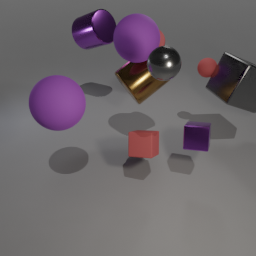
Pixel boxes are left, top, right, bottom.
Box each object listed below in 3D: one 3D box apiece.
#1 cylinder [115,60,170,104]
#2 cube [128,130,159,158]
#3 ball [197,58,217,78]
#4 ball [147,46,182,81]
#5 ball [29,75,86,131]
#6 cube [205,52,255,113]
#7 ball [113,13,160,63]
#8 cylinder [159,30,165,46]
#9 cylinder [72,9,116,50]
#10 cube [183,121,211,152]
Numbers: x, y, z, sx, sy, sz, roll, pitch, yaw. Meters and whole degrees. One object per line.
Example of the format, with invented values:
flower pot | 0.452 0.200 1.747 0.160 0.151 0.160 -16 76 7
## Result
cylinder | 0.496 -1.769 9.605 1.400 1.400 1.400 -39 37 1
cube | 0.457 0.444 7.988 0.700 0.700 0.700 2 5 22
ball | 2.866 -2.178 10.117 0.700 0.700 0.700 0 31 0
ball | 0.737 -1.318 5.721 0.700 0.700 0.700 0 31 0
ball | -1.775 -0.629 7.092 1.400 1.400 1.400 0 31 0
cube | 3.824 -1.549 9.561 1.400 1.400 1.400 13 26 -26
ball | 0.260 -2.669 8.369 1.400 1.400 1.400 0 31 0
cylinder | 1.077 -3.988 13.824 1.400 1.400 1.400 2 -11 3
cylinder | -1.434 -4.165 11.928 1.400 1.400 1.400 2 25 43
cube | 2.005 0.228 8.096 0.700 0.700 0.700 5 14 20
